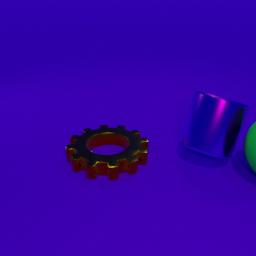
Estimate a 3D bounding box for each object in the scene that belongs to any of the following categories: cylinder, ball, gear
[{"bbox_3d":[1.800,-0.088,5.921,1.148,1.148,1.148,15,11,-3],"label":"cylinder"},{"bbox_3d":[2.881,0.381,5.218,1.352,1.352,1.352,0,28,0],"label":"ball"},{"bbox_3d":[-0.439,0.470,6.176,1.781,0.329,1.781,0,28,0],"label":"gear"}]
